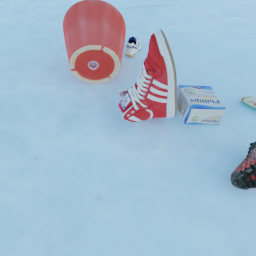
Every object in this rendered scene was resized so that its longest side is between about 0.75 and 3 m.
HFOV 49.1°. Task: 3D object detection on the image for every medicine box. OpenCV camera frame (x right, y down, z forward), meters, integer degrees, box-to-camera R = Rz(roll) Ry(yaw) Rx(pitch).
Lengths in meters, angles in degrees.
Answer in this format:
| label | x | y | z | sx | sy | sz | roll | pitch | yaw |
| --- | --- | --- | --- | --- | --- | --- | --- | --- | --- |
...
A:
| label | x | y | z | sx | sy | sz | roll | pitch | yaw |
| --- | --- | --- | --- | --- | --- | --- | --- | --- | --- |
| medicine box | 1.889 | -0.625 | 7.519 | 1.006 | 0.568 | 1.104 | 0 | 40 | -13 |

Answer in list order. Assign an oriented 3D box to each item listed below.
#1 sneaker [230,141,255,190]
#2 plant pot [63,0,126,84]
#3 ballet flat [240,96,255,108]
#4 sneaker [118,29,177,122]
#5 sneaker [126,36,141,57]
| label | x | y | z | sx | sy | sz | roll | pitch | yaw |
| --- | --- | --- | --- | --- | --- | --- | --- | --- | --- |
| sneaker | 2.855 | 0.713 | 6.088 | 1.723 | 0.609 | 0.842 | -31 | 22 | -9 |
| plant pot | -1.049 | -2.571 | 8.810 | 2.132 | 2.132 | 1.886 | -3 | 54 | -3 |
| ballet flat | 3.758 | -0.662 | 7.794 | 0.471 | 0.398 | 1.245 | -17 | 43 | -43 |
| sneaker | 0.362 | -1.022 | 6.624 | 1.457 | 2.590 | 0.923 | -11 | 52 | 4 |
| sneaker | 0.239 | -3.148 | 10.359 | 0.492 | 0.576 | 1.306 | 8 | 41 | 5 |
